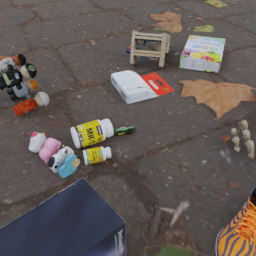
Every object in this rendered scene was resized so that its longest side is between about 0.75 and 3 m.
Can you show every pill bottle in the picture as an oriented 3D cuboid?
[{"bbox_3d":[-1.352,0.174,10.651,1.470,0.840,0.840,-19,44,-18],"label":"pill bottle"},{"bbox_3d":[-1.090,0.960,9.978,0.943,0.532,0.532,-10,42,-12],"label":"pill bottle"}]

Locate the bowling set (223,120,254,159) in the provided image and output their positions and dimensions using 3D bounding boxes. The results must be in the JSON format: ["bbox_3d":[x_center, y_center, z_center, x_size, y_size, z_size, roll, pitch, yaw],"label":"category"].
[{"bbox_3d":[4.129,0.458,10.566,1.024,0.790,1.471,-8,39,20],"label":"bowling set"}]

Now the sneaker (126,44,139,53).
[{"bbox_3d":[0.250,-4.887,16.835,0.448,0.467,1.189,21,45,24],"label":"sneaker"}]

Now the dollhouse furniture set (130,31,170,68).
[{"bbox_3d":[1.290,-4.399,15.671,1.758,1.748,2.494,9,17,12],"label":"dollhouse furniture set"}]

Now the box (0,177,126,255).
[{"bbox_3d":[-1.468,2.974,5.997,2.642,2.664,1.641,-31,48,-30],"label":"box"}]

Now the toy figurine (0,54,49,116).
[{"bbox_3d":[-4.568,-1.926,12.035,1.581,2.272,2.237,-28,42,-12],"label":"toy figurine"}]

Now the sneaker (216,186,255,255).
[{"bbox_3d":[3.256,2.442,7.502,1.050,1.516,2.706,27,47,27],"label":"sneaker"}]

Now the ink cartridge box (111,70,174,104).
[{"bbox_3d":[0.700,-2.194,13.613,2.512,0.594,2.011,-17,44,-17],"label":"ink cartridge box"}]

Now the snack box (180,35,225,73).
[{"bbox_3d":[4.253,-4.257,15.844,2.117,0.788,2.976,13,42,15],"label":"snack box"}]

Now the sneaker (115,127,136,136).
[{"bbox_3d":[-0.119,0.058,11.190,0.855,0.334,0.364,-8,41,-9],"label":"sneaker"}]

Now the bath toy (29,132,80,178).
[{"bbox_3d":[-2.709,0.785,9.973,2.252,0.832,0.979,30,48,31],"label":"bath toy"}]
